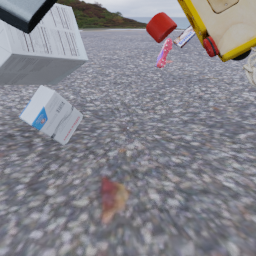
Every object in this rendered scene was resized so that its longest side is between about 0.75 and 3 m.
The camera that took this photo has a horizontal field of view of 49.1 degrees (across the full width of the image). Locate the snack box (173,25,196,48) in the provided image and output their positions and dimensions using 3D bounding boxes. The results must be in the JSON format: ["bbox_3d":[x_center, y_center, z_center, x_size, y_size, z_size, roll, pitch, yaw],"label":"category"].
[{"bbox_3d":[2.460,-3.822,11.408,1.306,0.159,0.470,-44,58,-1],"label":"snack box"}]

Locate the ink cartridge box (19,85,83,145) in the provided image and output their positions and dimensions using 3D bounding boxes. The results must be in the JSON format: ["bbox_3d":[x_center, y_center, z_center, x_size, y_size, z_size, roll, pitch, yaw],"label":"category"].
[{"bbox_3d":[-1.226,-0.188,4.598,0.364,0.869,0.631,24,78,31],"label":"ink cartridge box"}]

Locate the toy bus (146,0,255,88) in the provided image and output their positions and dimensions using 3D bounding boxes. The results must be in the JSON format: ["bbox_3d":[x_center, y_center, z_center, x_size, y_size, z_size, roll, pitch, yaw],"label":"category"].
[{"bbox_3d":[1.503,-1.753,4.389,2.003,2.123,1.097,20,1,17],"label":"toy bus"}]

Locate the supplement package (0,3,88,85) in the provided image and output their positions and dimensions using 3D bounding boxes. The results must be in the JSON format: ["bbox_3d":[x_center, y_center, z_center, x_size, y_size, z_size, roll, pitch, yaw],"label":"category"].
[{"bbox_3d":[-2.559,-2.186,7.281,1.664,1.652,2.193,-23,-8,40],"label":"supplement package"}]

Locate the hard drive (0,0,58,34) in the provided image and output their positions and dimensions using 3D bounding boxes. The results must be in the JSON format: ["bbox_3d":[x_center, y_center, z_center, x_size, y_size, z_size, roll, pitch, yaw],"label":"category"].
[{"bbox_3d":[-1.876,-2.235,3.669,2.053,0.338,1.433,28,58,-8],"label":"hard drive"}]

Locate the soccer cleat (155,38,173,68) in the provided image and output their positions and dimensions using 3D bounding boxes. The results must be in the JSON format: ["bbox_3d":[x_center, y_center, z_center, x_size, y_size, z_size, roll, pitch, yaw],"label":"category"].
[{"bbox_3d":[1.144,-2.424,9.076,0.334,1.000,0.382,16,1,-41],"label":"soccer cleat"}]
